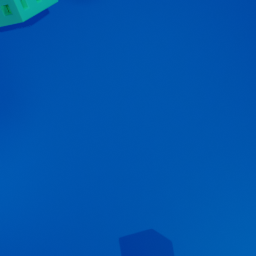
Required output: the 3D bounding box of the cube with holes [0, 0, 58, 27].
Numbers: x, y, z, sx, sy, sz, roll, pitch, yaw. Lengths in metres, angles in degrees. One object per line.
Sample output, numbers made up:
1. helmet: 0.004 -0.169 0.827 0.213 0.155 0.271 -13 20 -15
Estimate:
1. cube with holes: -1.908 -2.152 4.025 1.105 1.105 1.105 -3 126 19
